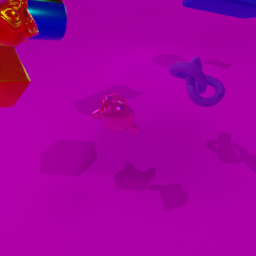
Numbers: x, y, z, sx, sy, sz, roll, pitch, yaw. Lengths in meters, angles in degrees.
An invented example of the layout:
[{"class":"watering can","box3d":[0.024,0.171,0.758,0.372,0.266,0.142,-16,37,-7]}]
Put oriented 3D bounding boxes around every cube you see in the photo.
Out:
[{"class":"cube","box3d":[-2.634,-0.984,5.450,0.902,0.902,0.902,-13,69,-51]},{"class":"cube","box3d":[1.548,-2.232,3.896,1.119,1.119,1.119,7,17,-9]}]

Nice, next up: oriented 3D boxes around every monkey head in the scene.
[{"class":"monkey head","box3d":[-0.264,-0.175,4.566,1.014,0.730,0.611,21,49,-46]},{"class":"monkey head","box3d":[-1.754,-1.643,4.053,0.737,0.879,1.222,2,-1,28]}]

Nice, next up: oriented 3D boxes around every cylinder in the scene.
[{"class":"cylinder","box3d":[-2.280,-2.819,7.181,1.082,1.082,1.082,-11,36,-37]}]

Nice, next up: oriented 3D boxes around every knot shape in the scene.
[{"class":"knot shape","box3d":[1.368,-1.043,5.815,1.165,0.575,1.245,23,36,-31]}]
